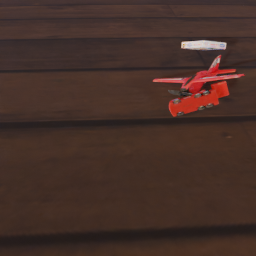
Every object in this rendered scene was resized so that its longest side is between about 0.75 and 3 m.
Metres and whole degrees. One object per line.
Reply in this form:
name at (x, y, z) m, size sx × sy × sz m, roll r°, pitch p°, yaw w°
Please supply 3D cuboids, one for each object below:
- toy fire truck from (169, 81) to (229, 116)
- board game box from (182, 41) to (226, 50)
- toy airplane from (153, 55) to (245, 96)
toy fire truck at (2.009, -0.838, 7.913) m, size 1.750 × 0.426 × 1.234 m, roll -16°, pitch 11°, yaw 10°
board game box at (2.693, -2.942, 10.003) m, size 1.103 × 0.227 × 1.105 m, roll -5°, pitch 14°, yaw -29°
toy airplane at (2.355, -1.617, 8.975) m, size 3.002 × 0.552 × 3.002 m, roll -14°, pitch 24°, yaw 6°
